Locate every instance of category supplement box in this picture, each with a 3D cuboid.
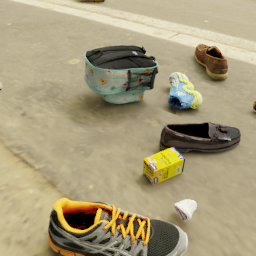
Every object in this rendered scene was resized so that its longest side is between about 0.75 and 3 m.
[{"bbox_3d":[0.934,0.978,7.301,0.965,0.528,0.525,-19,42,-22],"label":"supplement box"}]

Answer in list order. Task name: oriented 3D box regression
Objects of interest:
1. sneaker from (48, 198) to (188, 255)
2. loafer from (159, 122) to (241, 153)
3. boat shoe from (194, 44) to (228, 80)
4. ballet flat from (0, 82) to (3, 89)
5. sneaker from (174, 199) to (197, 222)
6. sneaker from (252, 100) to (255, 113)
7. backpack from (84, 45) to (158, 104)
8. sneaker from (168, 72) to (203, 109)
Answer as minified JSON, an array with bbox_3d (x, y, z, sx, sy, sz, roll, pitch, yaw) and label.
[{"bbox_3d":[-0.247,2.037,5.486,2.844,1.098,1.113,4,36,2],"label":"sneaker"},{"bbox_3d":[2.149,0.191,8.108,2.475,0.779,0.890,-5,38,-6],"label":"loafer"},{"bbox_3d":[3.684,-3.139,12.264,1.012,0.949,2.811,-4,38,-5],"label":"boat shoe"},{"bbox_3d":[-5.386,-1.619,10.836,0.983,0.306,0.331,-12,39,-14],"label":"ballet flat"},{"bbox_3d":[1.254,1.691,5.972,0.471,0.354,0.945,-27,-3,1],"label":"sneaker"},{"bbox_3d":[4.804,-0.688,9.348,1.167,0.654,0.453,21,42,24],"label":"sneaker"},{"bbox_3d":[-0.405,-1.950,9.985,2.356,1.806,2.072,-3,39,-25],"label":"backpack"},{"bbox_3d":[1.782,-1.363,10.145,1.046,0.754,1.992,-15,41,-18],"label":"sneaker"}]
